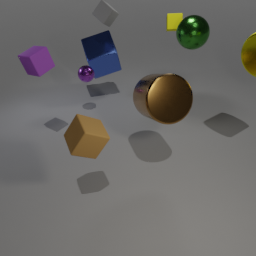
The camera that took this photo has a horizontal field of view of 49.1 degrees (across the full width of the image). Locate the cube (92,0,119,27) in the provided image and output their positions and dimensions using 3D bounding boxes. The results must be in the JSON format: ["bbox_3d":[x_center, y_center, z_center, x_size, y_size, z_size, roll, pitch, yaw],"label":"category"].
[{"bbox_3d":[-0.935,-4.824,11.820,0.700,0.700,0.700,44,19,8],"label":"cube"}]

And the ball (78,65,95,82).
[{"bbox_3d":[-1.750,-2.264,11.717,0.700,0.700,0.700,0,31,0],"label":"ball"}]

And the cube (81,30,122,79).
[{"bbox_3d":[-1.246,-3.461,13.280,1.400,1.400,1.400,-19,63,0],"label":"cube"}]

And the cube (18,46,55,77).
[{"bbox_3d":[-2.915,-2.141,8.947,0.700,0.700,0.700,16,49,37],"label":"cube"}]

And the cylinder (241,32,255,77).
[{"bbox_3d":[4.484,-2.362,8.626,1.400,1.400,1.400,-23,38,-33],"label":"cylinder"}]

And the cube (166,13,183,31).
[{"bbox_3d":[2.177,-4.963,13.169,0.700,0.700,0.700,0,12,4],"label":"cube"}]

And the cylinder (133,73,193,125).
[{"bbox_3d":[0.988,-0.895,8.296,1.400,1.400,1.400,-8,12,-13],"label":"cylinder"}]

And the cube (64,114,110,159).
[{"bbox_3d":[-0.974,0.206,6.560,0.700,0.700,0.700,15,31,-40],"label":"cube"}]

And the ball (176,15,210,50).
[{"bbox_3d":[2.751,-4.052,11.896,1.400,1.400,1.400,0,31,0],"label":"ball"}]
